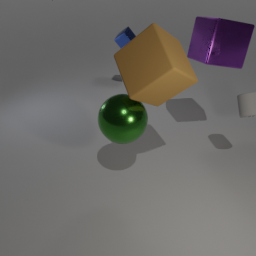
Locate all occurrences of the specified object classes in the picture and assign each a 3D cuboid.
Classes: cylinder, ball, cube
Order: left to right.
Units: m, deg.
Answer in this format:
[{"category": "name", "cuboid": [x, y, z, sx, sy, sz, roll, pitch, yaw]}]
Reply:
[{"category": "ball", "cuboid": [-0.144, -0.252, 7.835, 1.400, 1.400, 1.400, 0, 33, 0]}, {"category": "cube", "cuboid": [-0.108, -4.271, 13.420, 0.700, 0.700, 0.700, -23, 32, 37]}, {"category": "cube", "cuboid": [0.732, -1.581, 7.403, 1.400, 1.400, 1.400, 7, 57, -53]}, {"category": "cube", "cuboid": [3.040, -2.872, 9.382, 1.400, 1.400, 1.400, 3, 22, -17]}, {"category": "cylinder", "cuboid": [3.775, -0.705, 8.632, 0.700, 0.700, 0.700, -6, -4, 0]}]
